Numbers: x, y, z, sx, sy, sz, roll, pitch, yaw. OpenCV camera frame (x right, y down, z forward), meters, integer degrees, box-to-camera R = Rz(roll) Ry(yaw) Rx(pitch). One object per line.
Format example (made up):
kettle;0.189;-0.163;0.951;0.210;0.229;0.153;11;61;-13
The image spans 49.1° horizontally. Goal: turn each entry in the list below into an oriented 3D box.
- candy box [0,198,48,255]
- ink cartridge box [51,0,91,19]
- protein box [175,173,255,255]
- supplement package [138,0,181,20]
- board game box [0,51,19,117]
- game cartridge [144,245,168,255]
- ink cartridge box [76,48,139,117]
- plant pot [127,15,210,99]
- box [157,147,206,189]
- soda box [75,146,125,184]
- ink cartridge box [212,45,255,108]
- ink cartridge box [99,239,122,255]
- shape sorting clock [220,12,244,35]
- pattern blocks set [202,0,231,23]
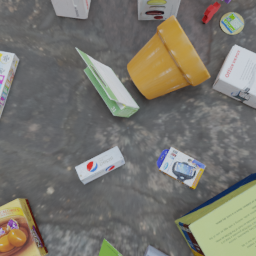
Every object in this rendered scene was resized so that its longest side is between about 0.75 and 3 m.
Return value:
candy box;-3.735;3.189;7.256;2.798;0.790;1.633;-25;76;-8
ink cartridge box;-1.742;-5.233;8.907;1.134;1.964;2.691;7;75;2
protein box;3.132;2.870;6.763;2.758;1.875;2.779;-29;77;-7
supplement package;0.978;-4.229;9.024;1.271;1.216;0.935;-1;75;0
board game box;-4.573;-1.244;8.626;1.674;0.426;2.491;10;75;3
game cartridge;0.694;4.699;7.007;1.856;0.570;2.789;28;77;3
ink cartridge box;-0.626;-1.129;7.656;0.543;2.266;1.649;-38;77;16
plant pot;1.042;-1.811;8.013;1.815;1.982;1.982;-31;76;19
box;1.499;1.117;8.088;1.289;0.267;0.767;28;77;5
soda box;-0.779;1.057;7.951;1.334;0.425;0.454;-26;62;-8
ink cartridge box;3.715;-1.496;8.516;1.807;0.776;1.323;26;76;8
ink cartridge box;-0.509;3.801;6.097;1.596;0.818;2.159;33;120;30
shape sorting clock;3.481;-3.498;9.380;0.787;0.154;0.787;0;80;0
pattern blocks set;3.342;-4.615;8.233;2.593;2.949;0.239;-44;80;-10
